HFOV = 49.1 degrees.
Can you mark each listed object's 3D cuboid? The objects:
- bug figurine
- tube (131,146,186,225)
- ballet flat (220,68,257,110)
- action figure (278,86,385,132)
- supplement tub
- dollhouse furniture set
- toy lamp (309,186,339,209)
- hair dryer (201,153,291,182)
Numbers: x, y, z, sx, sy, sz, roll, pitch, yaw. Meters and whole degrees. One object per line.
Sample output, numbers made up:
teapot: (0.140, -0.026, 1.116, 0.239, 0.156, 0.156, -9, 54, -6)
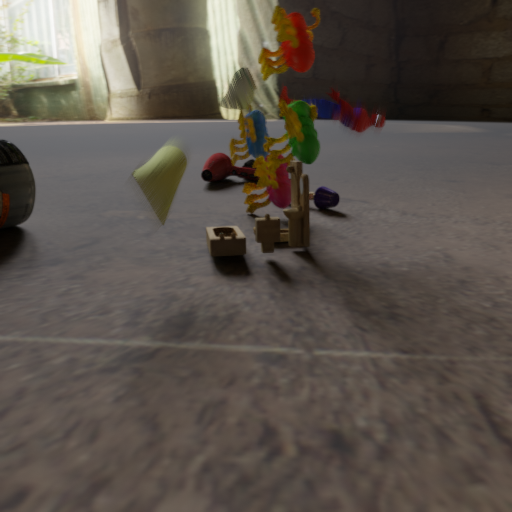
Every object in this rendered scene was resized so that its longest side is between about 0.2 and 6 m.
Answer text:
bug figurine: (0.434, -2.628, 10.976, 1.025, 3.088, 3.983, -1, -24, -17)
tube: (-1.292, -1.047, 7.639, 0.565, 0.505, 1.947, 21, 21, -8)
ballet flat: (-0.315, -2.904, 10.150, 0.553, 0.553, 1.542, -3, 0, -11)
action figure: (1.421, -2.706, 10.377, 1.961, 0.507, 0.641, 20, -14, 11)
supplement tub: (-5.282, -1.066, 9.435, 1.615, 1.615, 2.636, 12, 21, 35)
dollhouse furniture set: (0.008, -0.811, 8.904, 1.605, 1.308, 1.526, -3, 12, -7)
toy lamp: (1.060, -1.337, 12.318, 1.740, 0.507, 0.507, 14, 21, 43)
hair dryer: (-0.460, -2.453, 15.601, 2.728, 0.741, 2.078, -15, 23, -37)
